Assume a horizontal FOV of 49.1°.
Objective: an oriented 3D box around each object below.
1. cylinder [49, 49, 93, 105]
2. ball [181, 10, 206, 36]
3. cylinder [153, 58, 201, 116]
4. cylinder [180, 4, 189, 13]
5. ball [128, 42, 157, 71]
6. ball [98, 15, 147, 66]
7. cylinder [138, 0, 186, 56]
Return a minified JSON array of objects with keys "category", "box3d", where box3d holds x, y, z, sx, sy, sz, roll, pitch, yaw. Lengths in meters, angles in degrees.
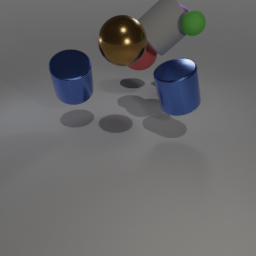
[{"category":"cylinder","box3d":[-1.948,-1.759,9.815,1.400,1.400,1.400,2,60,-3]},{"category":"ball","box3d":[1.872,-3.008,8.047,0.700,0.700,0.700,0,30,0]},{"category":"cylinder","box3d":[1.659,-1.368,9.372,1.400,1.400,1.400,-11,40,10]},{"category":"cylinder","box3d":[2.058,-4.825,11.765,0.700,0.700,0.700,28,26,-15]},{"category":"ball","box3d":[0.429,-2.912,10.726,1.400,1.400,1.400,0,30,0]},{"category":"ball","box3d":[-0.158,-2.471,7.988,1.400,1.400,1.400,0,30,0]},{"category":"cylinder","box3d":[1.200,-3.343,9.096,1.400,1.400,1.400,-38,23,20]}]
